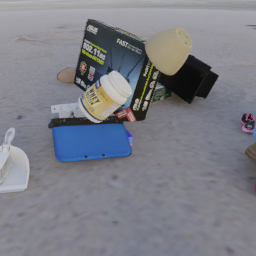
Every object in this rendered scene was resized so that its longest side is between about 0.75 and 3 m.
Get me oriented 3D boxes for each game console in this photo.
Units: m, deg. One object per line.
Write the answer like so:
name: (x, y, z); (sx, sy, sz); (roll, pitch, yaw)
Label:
game console: (-1.182, 0.311, 8.242); (2.110, 1.249, 1.801); (-3, -5, -21)

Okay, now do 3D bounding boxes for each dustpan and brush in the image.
dustpan and brush: (-3.231, 0.739, 7.304); (1.519, 0.623, 2.177); (-3, 29, -6)

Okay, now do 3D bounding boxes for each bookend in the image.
bookend: (2.633, -2.150, 11.690); (2.755, 1.269, 2.737); (-1, 35, -45)

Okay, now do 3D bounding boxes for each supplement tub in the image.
supplement tub: (-0.584, -0.804, 7.209); (1.218, 0.880, 0.880); (-38, 20, 21)

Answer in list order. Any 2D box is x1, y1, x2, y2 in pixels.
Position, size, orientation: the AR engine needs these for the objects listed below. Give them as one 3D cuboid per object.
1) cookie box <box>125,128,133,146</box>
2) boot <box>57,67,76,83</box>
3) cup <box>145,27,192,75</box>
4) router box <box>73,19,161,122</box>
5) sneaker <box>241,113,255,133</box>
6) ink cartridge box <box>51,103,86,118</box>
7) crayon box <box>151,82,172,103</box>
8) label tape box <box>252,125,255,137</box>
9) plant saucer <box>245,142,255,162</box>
cookie box: (-0.386, 0.246, 8.482); (0.776, 0.341, 0.907); (-7, 28, -23)
boot: (-2.102, -2.434, 13.040); (1.428, 0.686, 1.954); (17, 29, 35)
cup: (0.961, -1.738, 6.028); (0.702, 0.981, 0.981); (-32, 3, 42)
router box: (-0.378, -1.824, 8.602); (0.918, 2.215, 2.956); (-6, 33, -44)
sneaker: (4.026, -0.290, 9.312); (0.444, 0.535, 1.123); (5, 27, 13)
ink cartridge box: (-2.106, -0.566, 9.949); (1.163, 0.394, 0.669); (-8, 29, -14)
crayon box: (0.528, -1.845, 11.922); (1.539, 0.616, 2.424); (-18, 38, -29)
label tape box: (5.170, -0.427, 8.239); (2.494, 1.798, 0.789); (-7, 31, -12)
plant saucer: (4.265, 0.757, 6.679); (2.735, 0.403, 2.735); (7, 12, -2)
